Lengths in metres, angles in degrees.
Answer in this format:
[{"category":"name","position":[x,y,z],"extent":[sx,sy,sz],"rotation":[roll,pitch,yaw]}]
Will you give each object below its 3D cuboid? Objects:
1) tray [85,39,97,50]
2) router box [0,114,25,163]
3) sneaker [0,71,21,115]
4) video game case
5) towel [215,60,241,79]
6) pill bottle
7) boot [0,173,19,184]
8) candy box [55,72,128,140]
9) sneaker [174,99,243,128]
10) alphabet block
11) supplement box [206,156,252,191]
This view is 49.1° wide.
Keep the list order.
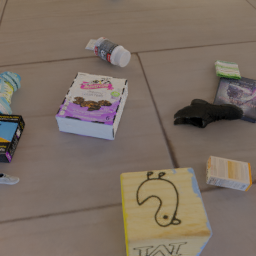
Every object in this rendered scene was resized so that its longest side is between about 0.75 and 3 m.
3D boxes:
[{"category":"tray","position":[-1.904,-4.444,14.824],"extent":[0.483,0.100,0.900],"rotation":[12,51,8]},{"category":"router box","position":[-5.361,0.322,10.406],"extent":[2.504,0.639,1.867],"rotation":[2,50,2]},{"category":"sneaker","position":[-5.086,-1.551,11.773],"extent":[1.670,1.017,2.557],"rotation":[-32,57,-23]},{"category":"video game case","position":[4.751,-1.395,12.150],"extent":[1.817,0.241,2.544],"rotation":[17,51,14]},{"category":"towel","position":[4.655,-2.751,13.085],"extent":[1.103,0.227,1.478],"rotation":[9,37,6]},{"category":"pill bottle","position":[-0.768,-3.660,13.589],"extent":[1.678,0.955,0.955],"rotation":[34,57,26]},{"category":"boot","position":[-4.091,1.694,9.427],"extent":[0.766,0.366,0.282],"rotation":[-2,50,-1]},{"category":"candy box","position":[-1.348,-0.958,11.291],"extent":[2.224,0.949,2.652],"rotation":[9,50,7]},{"category":"sneaker","position":[3.148,-0.431,11.034],"extent":[2.488,0.747,1.298],"rotation":[15,51,18]},{"category":"alphabet block","position":[0.883,2.440,7.739],"extent":[2.023,1.987,1.976],"rotation":[-5,48,-4]},{"category":"supplement box","position":[3.383,1.533,9.454],"extent":[1.364,0.502,0.860],"rotation":[11,50,5]}]
